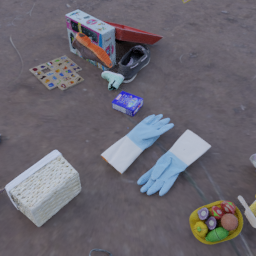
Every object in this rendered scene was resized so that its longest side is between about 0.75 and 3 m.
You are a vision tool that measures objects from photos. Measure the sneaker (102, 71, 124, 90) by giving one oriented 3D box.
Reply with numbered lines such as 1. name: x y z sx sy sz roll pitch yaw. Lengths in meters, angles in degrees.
1. sneaker: -0.802 -1.984 11.856 1.216 0.447 0.717 18 72 40

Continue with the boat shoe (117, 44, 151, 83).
1. boat shoe: 0.350 -3.174 12.703 0.989 0.843 2.957 16 48 15

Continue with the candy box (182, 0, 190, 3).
1. candy box: 2.285 -4.544 9.183 0.711 0.184 1.391 -12 33 39

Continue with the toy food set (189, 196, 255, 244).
1. toy food set: 2.320 2.324 7.098 1.661 0.543 0.978 -27 59 17

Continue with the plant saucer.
1. plant saucer: -0.293 -4.623 13.489 2.914 0.536 2.920 31 26 36

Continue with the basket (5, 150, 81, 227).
1. basket: -2.257 1.686 7.824 1.072 1.178 1.737 33 54 25

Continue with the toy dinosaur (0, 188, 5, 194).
1. toy dinosaur: -4.527 2.137 7.642 2.168 0.930 1.469 2 53 -17

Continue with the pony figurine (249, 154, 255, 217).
1. pony figurine: 4.097 1.491 7.487 2.077 2.408 2.494 28 71 28

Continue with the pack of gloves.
1. pack of gloves: 0.919 0.860 9.232 2.777 0.548 2.333 -39 63 -23

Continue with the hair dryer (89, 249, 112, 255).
1. hair dryer: -0.382 3.693 6.341 1.941 0.527 1.478 26 50 21

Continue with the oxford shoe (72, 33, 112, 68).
1. oxford shoe: -1.132 -2.360 8.923 1.449 0.528 0.517 42 34 -9

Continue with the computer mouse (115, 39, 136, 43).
1. computer mouse: 0.003 -4.471 14.416 1.610 0.274 0.472 9 34 1

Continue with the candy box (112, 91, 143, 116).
1. candy box: -0.019 -0.959 10.909 0.961 0.370 0.813 24 52 20

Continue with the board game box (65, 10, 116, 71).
1. board game box: -1.688 -4.015 12.809 2.526 1.864 0.812 34 55 28

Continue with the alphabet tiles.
1. alphabet tiles: -3.042 -2.450 12.548 1.896 0.086 2.269 -31 54 -27
